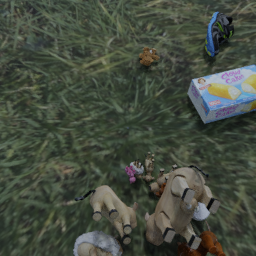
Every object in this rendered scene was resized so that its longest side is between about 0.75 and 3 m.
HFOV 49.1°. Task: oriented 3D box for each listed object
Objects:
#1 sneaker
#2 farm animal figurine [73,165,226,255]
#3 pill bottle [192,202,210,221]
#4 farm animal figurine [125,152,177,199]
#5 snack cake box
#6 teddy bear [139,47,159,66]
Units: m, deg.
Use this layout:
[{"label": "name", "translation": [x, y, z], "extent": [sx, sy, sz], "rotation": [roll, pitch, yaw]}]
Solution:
[{"label": "sneaker", "translation": [3.251, -3.356, 9.845], "extent": [0.894, 0.765, 2.158], "rotation": [14, 55, 16]}, {"label": "farm animal figurine", "translation": [0.313, 2.069, 5.810], "extent": [2.909, 2.349, 1.463], "rotation": [-13, 16, -7]}, {"label": "pill bottle", "translation": [1.604, 1.840, 6.394], "extent": [0.486, 0.866, 0.486], "rotation": [-1, 81, 7]}, {"label": "farm animal figurine", "translation": [0.614, 1.241, 7.029], "extent": [1.297, 0.652, 1.047], "rotation": [25, 42, 19]}, {"label": "snack cake box", "translation": [3.050, -1.033, 8.378], "extent": [2.134, 0.717, 1.227], "rotation": [-15, 60, -10]}, {"label": "teddy bear", "translation": [0.704, -2.435, 9.573], "extent": [0.695, 0.320, 0.958], "rotation": [-1, 49, -9]}]
